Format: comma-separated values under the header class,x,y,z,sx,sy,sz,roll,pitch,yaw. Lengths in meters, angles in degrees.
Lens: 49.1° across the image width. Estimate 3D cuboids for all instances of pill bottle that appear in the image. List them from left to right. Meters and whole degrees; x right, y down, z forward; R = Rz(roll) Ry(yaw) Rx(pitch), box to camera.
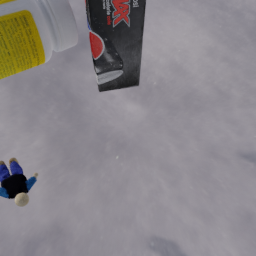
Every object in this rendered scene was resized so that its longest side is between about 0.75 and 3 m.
class,x,y,z,sx,sy,sz,roll,pitch,yaw
pill bottle,-2.065,-1.512,4.577,2.264,1.294,1.294,-26,55,-20

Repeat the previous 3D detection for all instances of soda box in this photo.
class,x,y,z,sx,sy,sz,roll,pitch,yaw
soda box,-0.247,-1.829,5.118,0.970,2.741,0.868,-9,62,-5

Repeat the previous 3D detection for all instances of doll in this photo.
class,x,y,z,sx,sy,sz,roll,pitch,yaw
doll,-2.073,0.989,5.189,0.813,0.289,1.192,-14,36,-28
